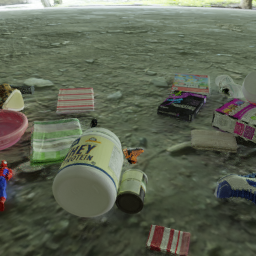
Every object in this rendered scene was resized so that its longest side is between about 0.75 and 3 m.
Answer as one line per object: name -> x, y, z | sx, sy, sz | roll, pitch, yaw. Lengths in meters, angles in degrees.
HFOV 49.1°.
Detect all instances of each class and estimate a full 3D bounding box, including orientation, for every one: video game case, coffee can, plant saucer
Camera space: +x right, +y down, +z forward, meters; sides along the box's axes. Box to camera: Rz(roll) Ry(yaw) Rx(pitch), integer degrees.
video game case -> 3.441, -2.384, 15.241 | 1.955, 0.239, 2.734 | 6, 31, 11
coffee can -> 0.120, 1.711, 7.667 | 0.740, 0.740, 1.011 | 5, 30, 8
plant saucer -> -5.073, 0.135, 10.488 | 2.583, 0.655, 2.583 | 0, 29, 0

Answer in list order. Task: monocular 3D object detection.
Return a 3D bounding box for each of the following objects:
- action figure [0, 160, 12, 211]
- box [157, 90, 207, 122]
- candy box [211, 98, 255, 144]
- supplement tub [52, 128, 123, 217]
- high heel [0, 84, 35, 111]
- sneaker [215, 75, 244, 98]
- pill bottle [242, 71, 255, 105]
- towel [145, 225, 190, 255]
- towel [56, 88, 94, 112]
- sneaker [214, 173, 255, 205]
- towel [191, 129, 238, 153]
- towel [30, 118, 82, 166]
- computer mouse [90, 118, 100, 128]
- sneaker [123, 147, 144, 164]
action figure -> -3.769, 1.586, 8.202 | 0.656, 0.518, 2.005 | -9, 29, -11
box -> 2.504, -1.074, 12.796 | 1.612, 0.407, 2.254 | 14, 35, 25
candy box -> 4.878, -0.209, 10.930 | 1.759, 0.787, 2.580 | -25, 39, -37
supplement tub -> -0.996, 1.130, 7.795 | 1.622, 1.622, 2.237 | 3, 31, 5
high heel -> -5.753, -1.348, 12.794 | 2.018, 1.011, 2.830 | -1, 24, 6
sneaker -> 4.994, -2.137, 14.324 | 0.859, 0.754, 2.145 | -11, 32, -13
pill bottle -> 5.583, -1.600, 11.808 | 1.341, 1.341, 2.407 | 21, 3, 31
towel -> 0.961, 2.666, 6.670 | 0.970, 0.110, 0.699 | 8, 30, 14
towel -> -2.486, -1.324, 13.380 | 1.697, 0.347, 2.319 | -4, 33, -7
sneaker -> 3.293, 1.737, 7.750 | 1.559, 0.630, 0.900 | -6, 29, -14
towel -> 3.146, 0.455, 10.306 | 1.630, 0.281, 1.080 | 5, 30, 9
towel -> -2.615, 0.394, 10.304 | 1.915, 0.394, 2.568 | -8, 31, -12
computer mouse -> -0.841, 0.249, 10.086 | 1.267, 0.877, 0.334 | 37, 44, 18
sneaker -> 0.216, 0.925, 9.181 | 0.930, 0.521, 0.361 | 1, -22, -46
